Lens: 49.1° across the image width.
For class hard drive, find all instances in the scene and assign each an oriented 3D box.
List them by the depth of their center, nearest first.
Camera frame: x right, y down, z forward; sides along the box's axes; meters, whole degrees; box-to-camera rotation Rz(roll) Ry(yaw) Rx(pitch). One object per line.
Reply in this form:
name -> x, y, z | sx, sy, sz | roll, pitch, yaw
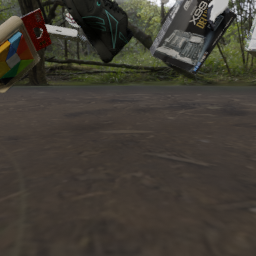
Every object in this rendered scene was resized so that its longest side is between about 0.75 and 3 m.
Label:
hard drive -> -2.375, -3.541, 10.604 | 1.287, 0.260, 1.951 | 9, 11, -1

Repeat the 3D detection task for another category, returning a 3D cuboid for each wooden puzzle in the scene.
wooden puzzle -> -1.824, -1.073, 4.322 | 0.186, 0.926, 1.001 | 37, -17, 16

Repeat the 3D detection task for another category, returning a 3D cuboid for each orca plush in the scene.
orca plush -> 2.392, -3.160, 7.705 | 0.657, 1.249, 0.444 | 19, -19, -11

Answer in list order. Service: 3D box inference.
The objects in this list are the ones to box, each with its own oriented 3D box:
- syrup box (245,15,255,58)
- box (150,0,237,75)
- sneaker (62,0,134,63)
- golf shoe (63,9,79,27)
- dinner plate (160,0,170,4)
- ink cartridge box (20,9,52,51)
syrup box -> 3.747, -2.861, 6.606 | 0.990, 2.432, 0.958 | 7, 12, -43
box -> 1.953, -2.941, 8.667 | 1.724, 2.186, 0.544 | 17, 36, -21
sneaker -> -0.649, -2.438, 5.886 | 1.027, 0.977, 2.590 | -31, -24, 6
golf shoe -> -1.651, -4.001, 10.236 | 1.084, 1.237, 2.808 | -27, 10, -8
dinner plate -> 1.042, -4.030, 8.070 | 0.103, 0.852, 0.852 | -1, 8, 37
ink cartridge box -> -2.670, -1.948, 6.902 | 1.665, 0.418, 1.919 | -29, -2, -9
